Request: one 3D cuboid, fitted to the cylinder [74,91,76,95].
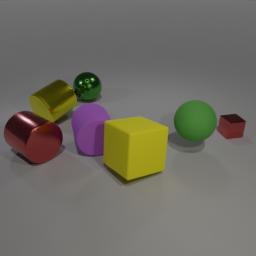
[{"bbox_3d":[-2.921,-1.448,13.303,0.700,0.700,0.700,6,29,10],"label":"cylinder"}]

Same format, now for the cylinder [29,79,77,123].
[{"bbox_3d":[-3.094,-1.094,11.635,1.400,1.400,1.400,20,46,32],"label":"cylinder"}]

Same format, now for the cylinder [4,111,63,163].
[{"bbox_3d":[-3.148,0.274,9.340,1.400,1.400,1.400,23,36,36],"label":"cylinder"}]

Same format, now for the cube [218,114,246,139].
[{"bbox_3d":[3.968,-0.070,10.746,0.700,0.700,0.700,-6,29,-12],"label":"cube"}]

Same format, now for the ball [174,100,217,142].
[{"bbox_3d":[2.237,-0.235,9.352,1.400,1.400,1.400,0,28,0],"label":"ball"}]

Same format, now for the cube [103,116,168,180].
[{"bbox_3d":[0.202,0.541,8.496,1.400,1.400,1.400,-9,21,-34],"label":"cube"}]

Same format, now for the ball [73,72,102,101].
[{"bbox_3d":[-1.976,-2.023,13.652,1.400,1.400,1.400,0,28,0],"label":"ball"}]

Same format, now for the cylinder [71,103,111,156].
[{"bbox_3d":[-1.206,0.031,9.798,1.400,1.400,1.400,-8,30,-15],"label":"cylinder"}]
